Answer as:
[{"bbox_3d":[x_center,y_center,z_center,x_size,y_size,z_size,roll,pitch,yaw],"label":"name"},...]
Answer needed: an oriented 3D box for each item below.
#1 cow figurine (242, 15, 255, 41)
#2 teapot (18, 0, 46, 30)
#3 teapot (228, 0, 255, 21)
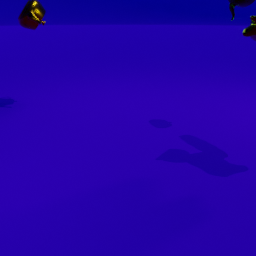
[{"bbox_3d":[2.740,-1.346,5.003,0.832,1.491,1.515,-29,48,24],"label":"cow figurine"},{"bbox_3d":[-2.967,-3.517,8.839,0.762,0.968,1.557,30,13,-29],"label":"teapot"},{"bbox_3d":[2.757,-3.173,6.656,0.586,1.197,0.744,25,19,-32],"label":"teapot"}]
